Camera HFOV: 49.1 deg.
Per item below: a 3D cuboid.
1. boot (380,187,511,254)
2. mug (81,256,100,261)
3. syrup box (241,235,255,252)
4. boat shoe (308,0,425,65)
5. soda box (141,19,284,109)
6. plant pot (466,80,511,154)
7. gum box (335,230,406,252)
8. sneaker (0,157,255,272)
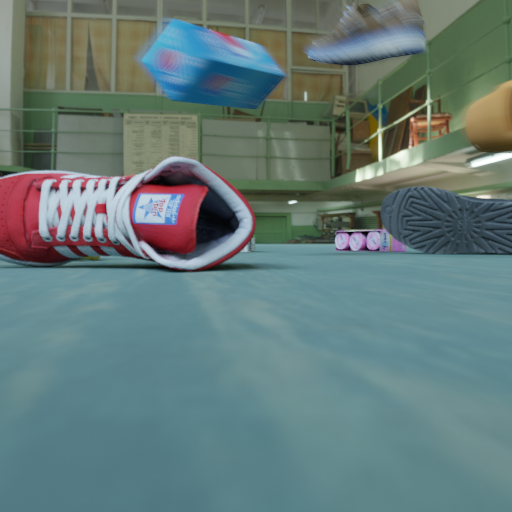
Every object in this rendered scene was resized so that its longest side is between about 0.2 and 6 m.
[{"bbox_3d":[4.938,-0.771,12.557,3.310,1.318,4.016,14,13,28],"label":"boot"},{"bbox_3d":[-2.748,-0.226,7.666,0.888,1.108,0.910,-32,-14,9],"label":"mug"},{"bbox_3d":[-0.325,-0.313,14.107,0.444,0.429,1.090,0,2,9],"label":"syrup box"},{"bbox_3d":[1.501,-3.077,7.736,0.717,0.718,1.984,-8,15,-38],"label":"boat shoe"},{"bbox_3d":[-0.616,-3.147,9.459,0.895,0.847,2.640,-42,-11,30],"label":"soda box"},{"bbox_3d":[4.899,-2.668,11.134,1.474,1.474,1.032,-1,-2,-37],"label":"plant pot"},{"bbox_3d":[2.882,-0.383,14.349,0.949,0.553,1.673,-1,2,-34],"label":"gum box"},{"bbox_3d":[-1.392,-0.367,5.185,2.846,1.014,1.601,2,-2,-14],"label":"sneaker"}]
